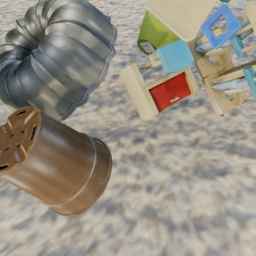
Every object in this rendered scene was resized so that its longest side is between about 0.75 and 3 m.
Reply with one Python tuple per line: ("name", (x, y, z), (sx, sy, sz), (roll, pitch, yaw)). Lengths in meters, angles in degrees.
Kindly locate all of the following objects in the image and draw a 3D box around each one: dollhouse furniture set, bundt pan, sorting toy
("dollhouse furniture set", (1.557, -0.864, 4.908), (2.496, 1.749, 1.759), (-29, 8, -22))
("bundt pan", (-1.615, -1.447, 5.431), (2.784, 1.045, 2.784), (-18, 56, 29))
("sorting toy", (0.925, -2.083, 4.045), (0.315, 1.303, 2.313), (0, 44, -43))

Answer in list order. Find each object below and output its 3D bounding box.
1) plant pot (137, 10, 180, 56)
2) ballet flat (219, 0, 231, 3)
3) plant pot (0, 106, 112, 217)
("plant pot", (0.880, -2.665, 7.531), (1.354, 1.354, 1.447), (25, 73, 27))
("ballet flat", (2.881, -4.558, 8.579), (0.763, 0.763, 2.195), (21, 13, 23))
("plant pot", (-1.100, 0.427, 3.899), (1.297, 1.284, 1.297), (-18, 52, 25))
